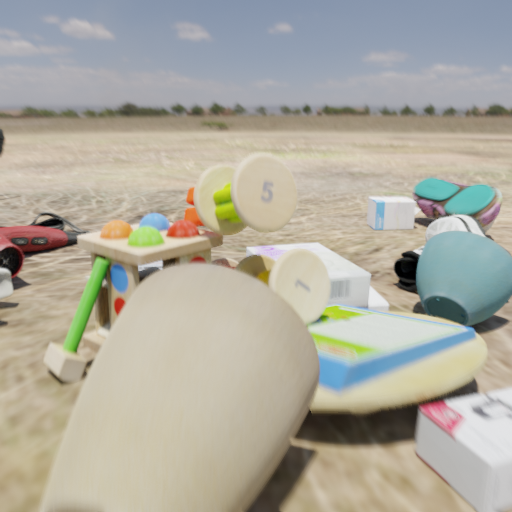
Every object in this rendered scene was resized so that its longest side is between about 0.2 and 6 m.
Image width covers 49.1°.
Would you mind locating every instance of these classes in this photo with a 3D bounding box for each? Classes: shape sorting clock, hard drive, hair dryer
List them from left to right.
[{"bbox_3d":[-4.119,-0.413,8.914,2.904,1.036,3.813,-4,17,-18],"label":"hair dryer"},{"bbox_3d":[0.896,0.553,6.997,1.271,0.167,0.838,-2,16,-8],"label":"hard drive"},{"bbox_3d":[0.784,0.886,5.149,2.479,0.486,2.479,-2,6,0],"label":"shape sorting clock"}]

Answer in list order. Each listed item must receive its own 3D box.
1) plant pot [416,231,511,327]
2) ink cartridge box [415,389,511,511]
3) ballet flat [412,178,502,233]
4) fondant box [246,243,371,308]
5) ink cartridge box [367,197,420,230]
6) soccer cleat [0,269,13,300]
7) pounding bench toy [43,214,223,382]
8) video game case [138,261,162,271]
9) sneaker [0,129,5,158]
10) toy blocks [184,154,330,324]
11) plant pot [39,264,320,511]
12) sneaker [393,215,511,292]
[{"bbox_3d":[2.276,0.376,6.323,1.108,1.108,0.746,12,50,37],"label":"plant pot"},{"bbox_3d":[1.716,1.292,3.862,0.965,0.402,0.701,-6,17,-21],"label":"ink cartridge box"},{"bbox_3d":[3.958,-0.890,10.790,0.963,0.991,2.785,-37,17,-1],"label":"ballet flat"},{"bbox_3d":[0.586,0.238,6.959,1.062,0.429,1.472,-4,16,-19],"label":"fondant box"},{"bbox_3d":[2.786,-0.861,11.348,0.928,0.581,0.596,0,15,-4],"label":"ink cartridge box"},{"bbox_3d":[-3.380,0.519,5.862,1.032,0.835,2.391,-1,15,-1],"label":"soccer cleat"},{"bbox_3d":[-1.278,0.350,5.527,1.063,1.335,1.712,13,20,40],"label":"pounding bench toy"},{"bbox_3d":[-1.473,0.321,7.845,1.399,0.174,1.954,-3,15,-13],"label":"video game case"},{"bbox_3d":[-7.726,-2.076,13.320,1.081,1.877,3.599,10,18,36],"label":"sneaker"},{"bbox_3d":[-0.303,-0.092,5.914,0.732,1.679,2.015,-28,12,-33],"label":"toy blocks"},{"bbox_3d":[-0.501,1.044,3.269,1.463,1.463,1.562,5,28,17],"label":"plant pot"},{"bbox_3d":[2.536,-0.081,7.982,1.317,0.864,2.290,1,17,-3],"label":"sneaker"}]
